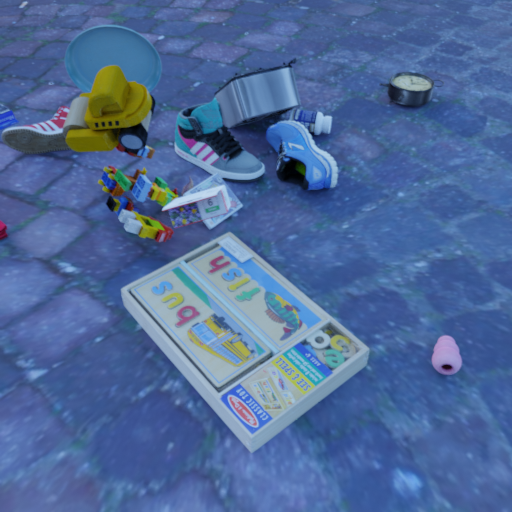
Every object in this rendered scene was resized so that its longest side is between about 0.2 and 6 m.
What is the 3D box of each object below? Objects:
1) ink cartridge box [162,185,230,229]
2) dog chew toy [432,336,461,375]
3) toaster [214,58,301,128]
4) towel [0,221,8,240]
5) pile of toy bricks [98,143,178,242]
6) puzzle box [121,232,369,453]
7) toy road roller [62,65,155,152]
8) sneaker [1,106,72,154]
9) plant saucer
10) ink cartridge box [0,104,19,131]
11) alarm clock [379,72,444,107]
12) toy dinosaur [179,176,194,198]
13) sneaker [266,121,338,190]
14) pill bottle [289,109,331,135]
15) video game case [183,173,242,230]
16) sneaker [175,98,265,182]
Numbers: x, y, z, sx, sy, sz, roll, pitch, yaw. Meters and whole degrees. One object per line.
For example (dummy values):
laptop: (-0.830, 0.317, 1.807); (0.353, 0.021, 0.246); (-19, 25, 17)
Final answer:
ink cartridge box: (-0.831, -0.698, 8.110); (0.810, 0.374, 1.487); (-16, 12, 3)
dog chew toy: (3.305, 1.688, 9.717); (0.482, 0.482, 0.773); (11, 36, 11)
toaster: (0.082, -4.333, 15.111); (1.825, 1.198, 2.018); (-20, 8, -20)
towel: (-6.714, -0.366, 12.038); (1.634, 0.254, 2.260); (33, 53, 31)
pile of toy bricks: (-2.398, -1.498, 12.618); (1.451, 1.631, 2.940); (17, 19, -37)
puzzle box: (-0.324, 1.263, 10.106); (2.647, 0.506, 3.979); (-30, 51, -27)
toy road roller: (-2.338, -2.286, 8.587); (1.516, 1.106, 0.931); (-1, 61, 13)
sneaker: (-5.552, -3.362, 14.844); (2.137, 0.761, 1.202); (-4, 47, -15)
plant saucer: (-2.442, -3.315, 9.641); (1.607, 1.607, 0.220); (-5, 58, -5)
ink cartridge box: (-7.452, -4.024, 15.911); (1.475, 0.289, 0.733); (31, 51, 27)
alarm clock: (4.751, -4.966, 16.646); (1.931, 0.643, 1.303); (-17, 45, -15)
toy dinosaur: (-1.563, -1.333, 12.683); (0.454, 1.059, 0.717); (3, -4, 39)
sneaker: (0.890, -2.472, 13.736); (1.141, 1.005, 2.559); (-19, 47, -23)
pill bottle: (1.470, -3.619, 15.228); (1.103, 0.612, 0.612); (9, 44, 10)
video game case: (-0.964, -1.247, 12.672); (1.073, 0.123, 0.977); (-39, 92, -34)
sneaker: (-0.947, -2.974, 13.778); (2.731, 1.649, 1.142); (26, 49, 25)
